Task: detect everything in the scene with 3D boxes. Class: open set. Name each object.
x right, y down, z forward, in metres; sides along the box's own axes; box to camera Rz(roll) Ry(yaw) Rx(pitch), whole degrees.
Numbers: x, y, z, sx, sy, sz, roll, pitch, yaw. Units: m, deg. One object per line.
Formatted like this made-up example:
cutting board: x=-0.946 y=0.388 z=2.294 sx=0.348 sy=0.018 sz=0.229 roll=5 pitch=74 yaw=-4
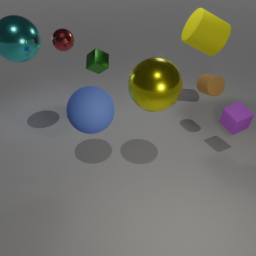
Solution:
ball: x=-1.093 y=-0.524 z=8.225 sx=1.400 sy=1.400 sz=1.400 roll=0 pitch=32 yaw=0
ball: x=0.699 y=-1.105 z=7.222 sx=1.400 sy=1.400 sz=1.400 roll=0 pitch=32 yaw=0
ball: x=-2.066 y=-2.796 z=8.901 sx=0.700 sy=0.700 sz=0.700 roll=0 pitch=32 yaw=0
cube: x=-1.292 y=-2.815 z=11.854 sx=0.700 sy=0.700 sz=0.700 roll=15 pitch=-23 yaw=-38
ball: x=-3.423 y=-2.732 z=8.638 sx=1.400 sy=1.400 sz=1.400 roll=0 pitch=32 yaw=0
cylinder: x=2.859 y=-1.497 z=9.716 sx=0.700 sy=0.700 sz=0.700 roll=-11 pitch=20 yaw=-17
cube: x=3.599 y=-0.325 z=9.319 sx=0.700 sy=0.700 sz=0.700 roll=-22 pitch=52 yaw=-14
cylinder: x=3.109 y=-3.822 z=11.234 sx=1.400 sy=1.400 sz=1.400 roll=22 pitch=28 yaw=-16
